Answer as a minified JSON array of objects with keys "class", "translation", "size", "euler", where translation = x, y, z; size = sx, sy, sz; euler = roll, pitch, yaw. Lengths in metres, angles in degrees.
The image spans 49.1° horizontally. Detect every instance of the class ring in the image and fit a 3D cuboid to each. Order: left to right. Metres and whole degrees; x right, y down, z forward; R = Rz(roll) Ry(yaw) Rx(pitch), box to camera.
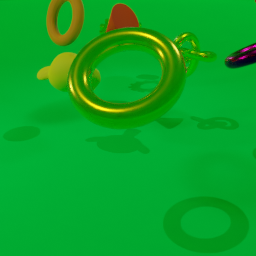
[{"class":"ring","translation":[-1.886,-3.261,8.323],"size":[1.617,1.617,0.323],"euler":[23,18,38]},{"class":"ring","translation":[-0.032,-0.664,3.491],"size":[1.500,0.300,1.500],"euler":[-5,62,8]},{"class":"ring","translation":[2.612,-1.540,5.596],"size":[1.359,0.272,1.359],"euler":[-23,11,5]}]

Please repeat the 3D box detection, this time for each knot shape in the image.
[{"class":"knot shape","translation":[1.587,-1.934,7.796],"size":[1.472,0.680,1.378],"euler":[12,-23,-25]}]

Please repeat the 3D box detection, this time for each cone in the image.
[{"class":"cone","translation":[-0.339,-2.645,7.420],"size":[0.901,0.901,0.904],"euler":[-26,8,-41]}]

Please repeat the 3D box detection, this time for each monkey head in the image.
[{"class":"monkey head","translation":[-1.274,-1.467,6.693],"size":[1.810,1.302,1.091],"euler":[-8,-25,35]}]

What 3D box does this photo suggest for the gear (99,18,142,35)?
[{"class":"gear","translation":[-0.282,-3.769,10.873],"size":[1.633,0.302,1.633],"euler":[-1,55,1]}]
